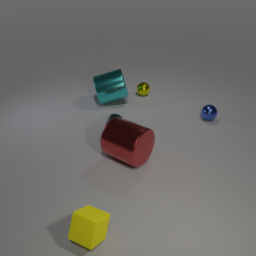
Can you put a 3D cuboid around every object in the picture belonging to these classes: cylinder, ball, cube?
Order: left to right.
[{"bbox_3d":[-0.953,2.423,6.921,0.700,0.700,0.700,15,6,23],"label":"cube"},{"bbox_3d":[-0.818,-1.993,13.508,1.400,1.400,1.400,-16,32,2],"label":"cylinder"},{"bbox_3d":[-0.564,-0.122,11.414,0.700,0.700,0.700,4,32,6],"label":"cylinder"},{"bbox_3d":[-0.002,0.477,9.771,1.400,1.400,1.400,21,37,30],"label":"cylinder"},{"bbox_3d":[0.799,-2.029,14.523,0.700,0.700,0.700,0,32,0],"label":"ball"},{"bbox_3d":[3.569,-0.680,12.298,0.700,0.700,0.700,0,32,0],"label":"ball"}]
